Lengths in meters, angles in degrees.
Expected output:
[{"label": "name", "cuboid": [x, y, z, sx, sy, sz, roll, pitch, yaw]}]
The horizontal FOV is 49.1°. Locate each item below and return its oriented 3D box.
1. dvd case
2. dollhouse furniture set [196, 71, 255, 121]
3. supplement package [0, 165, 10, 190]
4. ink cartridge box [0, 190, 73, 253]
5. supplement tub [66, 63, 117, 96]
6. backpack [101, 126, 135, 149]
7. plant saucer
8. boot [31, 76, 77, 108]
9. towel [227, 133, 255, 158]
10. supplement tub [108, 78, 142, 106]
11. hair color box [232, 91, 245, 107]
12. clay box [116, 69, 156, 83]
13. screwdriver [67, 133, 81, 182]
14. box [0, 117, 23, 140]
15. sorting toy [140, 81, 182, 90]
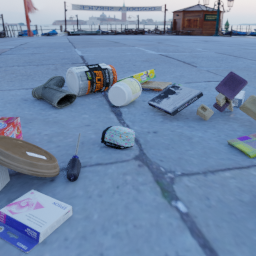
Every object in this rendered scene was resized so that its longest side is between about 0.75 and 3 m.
[{"label": "dvd case", "cuboid": [1.910, -1.212, 11.672, 1.554, 0.256, 2.068, -34, 27, -10]}, {"label": "dollhouse furniture set", "cuboid": [4.465, -0.398, 11.113, 2.651, 2.101, 1.882, 43, 2, 28]}, {"label": "supplement package", "cuboid": [-3.573, 1.230, 6.237, 0.942, 0.978, 1.719, 1, 24, 7]}, {"label": "ink cartridge box", "cuboid": [-2.005, 1.831, 5.757, 1.219, 0.269, 1.241, 13, 25, 27]}, {"label": "supplement tub", "cuboid": [-1.854, -2.556, 14.542, 2.403, 1.472, 1.472, -18, 29, -33]}, {"label": "backpack", "cuboid": [-0.269, 0.278, 8.939, 0.994, 0.629, 0.829, 15, 24, 24]}, {"label": "plant saucer", "cuboid": [-2.678, 0.667, 7.161, 2.068, 0.305, 2.068, 25, 2, -1]}, {"label": "boot", "cuboid": [-3.245, -1.766, 13.355, 2.306, 0.837, 2.097, 12, 44, 41]}, {"label": "towel", "cuboid": [4.131, 0.531, 8.921, 1.604, 0.183, 1.152, -10, 26, -21]}, {"label": "supplement tub", "cuboid": [-0.133, -1.650, 12.868, 1.081, 1.081, 1.491, 12, 25, 25]}, {"label": "hair color box", "cuboid": [5.036, -1.397, 13.116, 0.709, 0.434, 1.433, 11, 26, 24]}, {"label": "clay box", "cuboid": [0.532, -2.743, 15.626, 1.355, 0.561, 2.358, -9, 12, 41]}, {"label": "screwdriver", "cuboid": [-1.513, 0.769, 8.243, 0.368, 0.383, 2.636, -1, 20, -5]}, {"label": "box", "cuboid": [-3.985, 0.308, 8.594, 0.795, 0.830, 1.665, 2, 23, 5]}, {"label": "sorting toy", "cuboid": [1.752, -2.262, 15.285, 2.258, 0.332, 1.669, 9, 21, 27]}]
